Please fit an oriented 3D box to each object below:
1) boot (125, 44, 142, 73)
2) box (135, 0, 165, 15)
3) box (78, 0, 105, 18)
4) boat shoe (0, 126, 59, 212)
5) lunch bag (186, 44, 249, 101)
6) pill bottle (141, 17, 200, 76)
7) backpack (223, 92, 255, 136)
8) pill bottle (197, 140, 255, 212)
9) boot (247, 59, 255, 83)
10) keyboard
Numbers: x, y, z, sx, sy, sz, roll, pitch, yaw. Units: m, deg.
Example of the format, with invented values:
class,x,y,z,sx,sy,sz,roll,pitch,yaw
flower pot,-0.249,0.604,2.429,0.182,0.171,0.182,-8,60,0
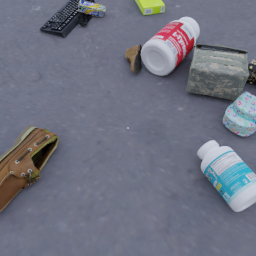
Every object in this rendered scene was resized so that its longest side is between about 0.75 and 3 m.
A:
class,x,y,z,sx,sy,sz,roll,pitch,yaw
boot,0.188,-2.578,10.645,0.601,0.586,1.593,-7,45,16
box,0.972,-6.054,13.332,1.071,0.418,1.756,-12,53,-9
box,-1.626,-5.356,12.583,1.176,0.378,0.412,8,56,-19
boat shoe,-2.818,1.070,7.425,0.955,1.011,2.809,14,54,12
lunch bag,3.125,-2.174,9.791,1.826,1.309,2.227,12,47,9
pill bottle,1.671,-3.137,10.478,1.359,1.359,2.421,30,58,21
backpack,3.628,-0.406,8.670,1.272,0.958,1.129,-39,61,-20
pill bottle,2.617,1.181,7.354,1.003,1.003,1.810,-23,54,-17
boot,4.744,-1.535,9.583,1.627,0.791,2.161,27,53,18
keyboard,-2.487,-5.086,12.627,1.790,0.382,2.981,18,55,13
